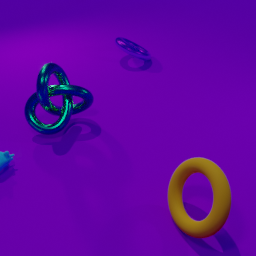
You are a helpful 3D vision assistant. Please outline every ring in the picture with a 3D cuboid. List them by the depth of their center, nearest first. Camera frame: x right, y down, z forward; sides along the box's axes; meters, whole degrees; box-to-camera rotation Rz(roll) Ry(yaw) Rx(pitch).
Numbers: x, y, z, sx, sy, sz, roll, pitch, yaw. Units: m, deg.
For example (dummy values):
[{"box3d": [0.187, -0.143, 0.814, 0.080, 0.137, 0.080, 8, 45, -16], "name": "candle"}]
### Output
[{"box3d": [1.135, 1.135, 4.639, 0.259, 1.295, 1.295, 12, 28, -32], "name": "ring"}, {"box3d": [0.189, -2.909, 10.305, 1.473, 0.295, 1.473, 24, 23, -11], "name": "ring"}]

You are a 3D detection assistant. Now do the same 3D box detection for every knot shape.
[{"box3d": [-1.760, -0.574, 6.713, 1.560, 1.667, 0.770, -51, 42, -4], "name": "knot shape"}]

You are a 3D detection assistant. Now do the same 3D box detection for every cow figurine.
[{"box3d": [-2.922, 0.494, 5.816, 0.921, 0.514, 0.936, -14, 68, -33], "name": "cow figurine"}]
